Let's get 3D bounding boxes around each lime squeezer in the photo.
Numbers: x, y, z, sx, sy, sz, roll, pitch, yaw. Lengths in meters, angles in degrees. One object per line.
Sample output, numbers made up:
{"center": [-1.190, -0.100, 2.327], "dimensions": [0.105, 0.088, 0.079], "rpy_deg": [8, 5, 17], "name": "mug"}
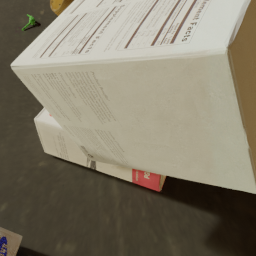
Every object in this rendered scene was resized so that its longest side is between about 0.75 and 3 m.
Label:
{"center": [-3.833, -4.180, 10.958], "dimensions": [0.433, 0.231, 1.225], "rpy_deg": [-25, 45, 19], "name": "lime squeezer"}

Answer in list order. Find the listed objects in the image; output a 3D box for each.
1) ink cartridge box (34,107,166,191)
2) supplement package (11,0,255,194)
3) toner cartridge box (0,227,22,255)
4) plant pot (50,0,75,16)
{"center": [-0.285, -0.112, 6.432], "dimensions": [2.875, 1.219, 2.094], "rpy_deg": [15, 49, 16], "name": "ink cartridge box"}
{"center": [0.437, -0.743, 3.788], "dimensions": [2.695, 2.045, 2.030], "rpy_deg": [6, 53, 36], "name": "supplement package"}
{"center": [-2.578, 2.606, 3.884], "dimensions": [0.558, 1.229, 2.587], "rpy_deg": [-31, 35, 35], "name": "toner cartridge box"}
{"center": [-1.134, -2.694, 6.297], "dimensions": [1.096, 1.022, 1.022], "rpy_deg": [4, 32, -50], "name": "plant pot"}
